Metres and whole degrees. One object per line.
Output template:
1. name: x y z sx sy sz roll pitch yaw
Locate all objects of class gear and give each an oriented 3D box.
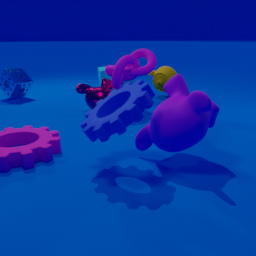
1. gear: -2.170 0.356 5.507 1.630 0.302 1.630 0 19 0
2. gear: -0.177 -0.298 4.548 1.278 0.236 1.278 -29 25 15

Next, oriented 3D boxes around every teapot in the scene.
1. teapot: 1.283 -1.769 10.287 1.571 0.976 0.769 34 43 23

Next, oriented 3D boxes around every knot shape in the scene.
1. knot shape: -0.048 -1.682 8.165 1.630 0.753 1.525 -21 14 33

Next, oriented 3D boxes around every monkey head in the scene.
1. monkey head: -0.702 -0.972 8.065 1.533 1.103 0.924 20 -8 -7
2. monkey head: 0.844 -0.280 4.994 1.130 1.349 1.875 -15 -15 -41

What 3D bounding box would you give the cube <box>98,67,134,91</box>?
1. cube: -0.429 -1.586 9.898 1.094 1.094 1.094 -7 19 -9

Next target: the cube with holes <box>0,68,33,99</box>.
1. cube with holes: -4.008 -1.601 9.991 0.735 0.735 0.735 48 31 12
